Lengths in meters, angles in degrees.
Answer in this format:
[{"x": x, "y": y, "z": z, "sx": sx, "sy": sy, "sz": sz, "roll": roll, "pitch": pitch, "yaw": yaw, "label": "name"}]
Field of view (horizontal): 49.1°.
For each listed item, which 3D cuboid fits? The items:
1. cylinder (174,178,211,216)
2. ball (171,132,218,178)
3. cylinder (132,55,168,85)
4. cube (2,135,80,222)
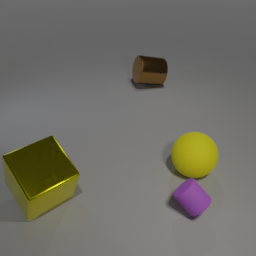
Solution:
[{"x": 1.673, "y": 1.795, "z": 7.288, "sx": 0.700, "sy": 0.700, "sz": 0.700, "roll": 47, "pitch": 42, "yaw": -1, "label": "cylinder"}, {"x": 2.039, "y": 0.820, "z": 8.594, "sx": 1.400, "sy": 1.400, "sz": 1.400, "roll": 0, "pitch": 32, "yaw": 0, "label": "ball"}, {"x": 1.101, "y": -2.932, "z": 14.309, "sx": 1.400, "sy": 1.400, "sz": 1.400, "roll": 1, "pitch": 30, "yaw": -21, "label": "cylinder"}, {"x": -2.313, "y": 1.322, "z": 7.429, "sx": 1.400, "sy": 1.400, "sz": 1.400, "roll": -25, "pitch": 65, "yaw": -34, "label": "cube"}]
